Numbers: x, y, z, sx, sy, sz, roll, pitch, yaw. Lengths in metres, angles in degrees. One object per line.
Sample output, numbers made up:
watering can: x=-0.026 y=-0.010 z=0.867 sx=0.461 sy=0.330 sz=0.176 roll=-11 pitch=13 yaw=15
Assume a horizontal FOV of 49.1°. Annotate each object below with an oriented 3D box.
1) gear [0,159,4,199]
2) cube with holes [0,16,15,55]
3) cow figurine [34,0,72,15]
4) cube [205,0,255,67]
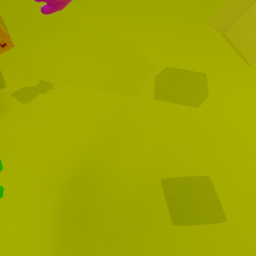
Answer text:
gear: x=-2.437 y=0.840 z=3.896 sx=0.338 sy=1.826 sz=1.826 roll=-4 pitch=51 yaw=10
cube with holes: x=-3.867 y=-2.521 z=6.912 sx=1.284 sy=1.284 sz=1.284 roll=-30 pitch=59 yaw=-3
cow figurine: x=-1.170 y=-2.783 z=5.558 sx=1.152 sy=1.171 sz=0.643 roll=-38 pitch=101 yaw=-41
cube: x=2.814 y=-2.423 z=6.612 sx=1.206 sy=1.206 sz=1.206 roll=37 pitch=22 yaw=-24
